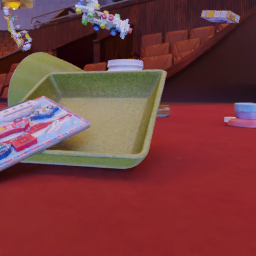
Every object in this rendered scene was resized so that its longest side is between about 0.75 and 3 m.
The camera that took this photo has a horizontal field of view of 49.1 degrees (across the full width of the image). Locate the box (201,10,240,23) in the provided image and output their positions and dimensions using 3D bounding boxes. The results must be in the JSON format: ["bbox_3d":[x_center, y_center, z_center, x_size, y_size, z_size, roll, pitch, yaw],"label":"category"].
[{"bbox_3d":[3.091,-3.810,9.575,0.717,0.250,1.205,-2,20,-45],"label":"box"}]

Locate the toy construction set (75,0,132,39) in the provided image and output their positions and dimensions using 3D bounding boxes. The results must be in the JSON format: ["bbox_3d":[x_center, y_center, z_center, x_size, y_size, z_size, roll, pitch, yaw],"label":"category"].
[{"bbox_3d":[-0.597,-2.937,7.472,1.595,0.735,1.046,28,-13,-4],"label":"toy construction set"}]

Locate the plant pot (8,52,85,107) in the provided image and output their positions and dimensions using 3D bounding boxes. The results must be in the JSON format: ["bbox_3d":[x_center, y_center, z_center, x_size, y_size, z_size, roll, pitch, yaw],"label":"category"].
[{"bbox_3d":[-1.729,-0.809,8.568,2.637,2.468,2.468,18,12,19],"label":"plant pot"}]

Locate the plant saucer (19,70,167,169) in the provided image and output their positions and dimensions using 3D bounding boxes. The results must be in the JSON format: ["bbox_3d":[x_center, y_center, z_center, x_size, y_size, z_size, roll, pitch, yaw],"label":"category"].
[{"bbox_3d":[-0.750,-0.191,5.198,2.717,0.652,2.721,2,37,14],"label":"plant saucer"}]

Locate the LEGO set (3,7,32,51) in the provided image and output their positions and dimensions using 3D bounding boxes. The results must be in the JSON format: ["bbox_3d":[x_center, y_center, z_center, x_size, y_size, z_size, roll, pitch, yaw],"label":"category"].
[{"bbox_3d":[-3.279,-2.990,8.445,0.485,1.303,0.599,-33,22,-30],"label":"LEGO set"}]

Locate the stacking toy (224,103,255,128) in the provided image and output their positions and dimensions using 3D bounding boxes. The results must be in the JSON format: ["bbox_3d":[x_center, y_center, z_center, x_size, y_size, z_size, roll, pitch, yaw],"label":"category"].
[{"bbox_3d":[5.430,-0.752,11.185,2.958,1.249,2.677,0,7,-2],"label":"stacking toy"}]

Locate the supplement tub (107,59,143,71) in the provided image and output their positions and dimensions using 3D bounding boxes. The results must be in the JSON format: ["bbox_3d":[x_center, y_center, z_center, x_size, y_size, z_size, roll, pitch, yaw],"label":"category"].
[{"bbox_3d":[-0.136,-1.834,13.743,2.022,2.796,2.022,0,7,0],"label":"supplement tub"}]

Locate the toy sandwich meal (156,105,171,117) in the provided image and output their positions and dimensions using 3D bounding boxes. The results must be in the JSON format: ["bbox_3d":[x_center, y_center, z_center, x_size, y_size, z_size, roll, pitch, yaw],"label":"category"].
[{"bbox_3d":[1.516,-1.010,15.968,1.925,0.659,1.925,0,7,0],"label":"toy sandwich meal"}]

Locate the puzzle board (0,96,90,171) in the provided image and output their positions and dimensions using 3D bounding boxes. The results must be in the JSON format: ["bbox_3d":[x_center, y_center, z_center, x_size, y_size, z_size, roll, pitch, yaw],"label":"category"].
[{"bbox_3d":[-1.846,0.042,4.354,2.032,0.177,1.532,-28,40,-34],"label":"puzzle board"}]
